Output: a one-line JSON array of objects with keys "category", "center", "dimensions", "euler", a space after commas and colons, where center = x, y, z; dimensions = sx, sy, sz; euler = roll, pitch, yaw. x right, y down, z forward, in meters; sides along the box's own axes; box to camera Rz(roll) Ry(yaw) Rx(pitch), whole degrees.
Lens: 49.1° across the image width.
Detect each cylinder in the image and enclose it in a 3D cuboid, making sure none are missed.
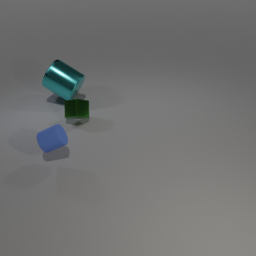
[{"category": "cylinder", "center": [-2.845, -2.098, 12.458], "dimensions": [1.400, 1.400, 1.400], "euler": [31, 32, -4]}, {"category": "cylinder", "center": [-2.334, 0.323, 8.677], "dimensions": [0.700, 0.700, 0.700], "euler": [-24, 29, 8]}]

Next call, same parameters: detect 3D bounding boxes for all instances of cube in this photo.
[{"category": "cube", "center": [-2.020, -0.741, 11.065], "dimensions": [0.700, 0.700, 0.700], "euler": [-4, -4, 38]}]
